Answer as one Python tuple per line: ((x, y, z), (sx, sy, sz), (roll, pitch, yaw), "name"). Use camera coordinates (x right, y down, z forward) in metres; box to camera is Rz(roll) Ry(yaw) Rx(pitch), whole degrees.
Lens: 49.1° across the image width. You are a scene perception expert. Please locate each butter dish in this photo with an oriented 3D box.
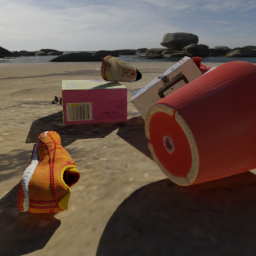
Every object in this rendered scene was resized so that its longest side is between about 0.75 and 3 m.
((3.675, -2.855, 15.267), (2.653, 1.967, 2.661), (6, 17, 17), "butter dish")

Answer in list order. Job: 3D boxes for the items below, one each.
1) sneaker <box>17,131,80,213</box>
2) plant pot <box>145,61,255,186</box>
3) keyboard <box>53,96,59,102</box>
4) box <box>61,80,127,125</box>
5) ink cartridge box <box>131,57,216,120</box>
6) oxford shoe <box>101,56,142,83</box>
((-1.384, 0.781, 5.201), (0.939, 0.889, 2.435), (8, 22, -14), "sneaker")
((1.558, 0.007, 5.434), (1.986, 2.245, 2.245), (-20, 23, -23), "plant pot")
((-3.032, -1.393, 13.484), (1.125, 0.182, 1.770), (2, 14, -17), "keyboard")
((-1.350, -1.068, 10.505), (2.202, 1.210, 2.504), (-4, 18, -13), "box")
((1.631, -1.555, 9.770), (2.993, 1.015, 1.736), (-34, 10, 14), "ink cartridge box")
((-0.185, -2.178, 10.606), (1.006, 0.947, 2.689), (12, 13, 18), "oxford shoe")
